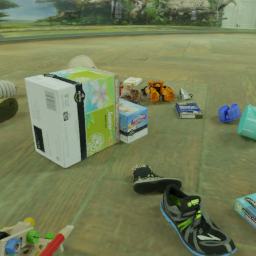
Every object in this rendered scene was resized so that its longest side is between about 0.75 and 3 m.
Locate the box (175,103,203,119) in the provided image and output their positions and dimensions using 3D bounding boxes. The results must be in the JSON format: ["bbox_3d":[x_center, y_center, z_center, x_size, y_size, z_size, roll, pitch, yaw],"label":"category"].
[{"bbox_3d":[2.659,-0.824,12.414,0.952,0.255,1.571,0,24,-1],"label":"box"}]

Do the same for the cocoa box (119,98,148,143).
[{"bbox_3d":[-0.209,-0.331,10.395,1.102,1.084,1.653,-23,34,-39],"label":"cocoa box"}]

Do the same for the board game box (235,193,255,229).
[{"bbox_3d":[3.482,1.936,6.534,1.479,0.347,1.117,-10,27,-20],"label":"board game box"}]

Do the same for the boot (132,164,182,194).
[{"bbox_3d":[0.737,1.337,7.658,1.292,0.466,0.976,-2,23,-5],"label":"boot"}]

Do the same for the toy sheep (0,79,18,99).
[{"bbox_3d":[-6.133,-1.879,13.773,1.495,1.031,1.031,-24,34,-39],"label":"toy sheep"}]

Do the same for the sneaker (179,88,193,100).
[{"bbox_3d":[2.949,-1.683,14.134,0.583,0.379,1.010,3,36,-5],"label":"sneaker"}]

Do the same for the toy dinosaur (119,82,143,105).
[{"bbox_3d":[0.189,-1.633,13.424,1.451,0.919,2.141,11,20,14],"label":"toy dinosaur"}]

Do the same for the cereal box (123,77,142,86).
[{"bbox_3d":[0.289,-2.719,16.382,0.788,0.217,1.096,10,27,20],"label":"cereal box"}]

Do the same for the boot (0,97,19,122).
[{"bbox_3d":[-6.326,-0.766,11.588,2.661,0.880,2.330,8,27,18],"label":"boot"}]

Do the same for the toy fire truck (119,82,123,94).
[{"bbox_3d":[-0.816,-1.907,13.898,0.432,1.249,1.771,-6,-19,29],"label":"toy fire truck"}]

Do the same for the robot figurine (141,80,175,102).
[{"bbox_3d":[1.552,-1.889,14.124,1.656,0.665,2.285,-3,26,-5],"label":"robot figurine"}]

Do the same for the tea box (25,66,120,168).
[{"bbox_3d":[-1.664,-0.492,9.079,1.672,2.503,2.462,20,32,36],"label":"tea box"}]

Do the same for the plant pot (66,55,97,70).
[{"bbox_3d":[-2.223,-2.822,15.216,1.752,1.752,1.604,-17,42,-31],"label":"plant pot"}]

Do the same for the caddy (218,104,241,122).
[{"bbox_3d":[4.185,-0.576,11.549,0.779,0.578,1.102,-10,16,38],"label":"caddy"}]

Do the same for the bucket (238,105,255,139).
[{"bbox_3d":[4.456,-0.199,9.878,0.806,1.239,1.239,17,29,11],"label":"bucket"}]

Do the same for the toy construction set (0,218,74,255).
[{"bbox_3d":[-1.587,2.050,4.829,1.815,1.514,1.394,-27,6,27],"label":"toy construction set"}]

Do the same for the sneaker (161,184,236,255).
[{"bbox_3d":[1.366,1.924,5.963,0.732,0.856,2.065,-14,29,-24],"label":"sneaker"}]
